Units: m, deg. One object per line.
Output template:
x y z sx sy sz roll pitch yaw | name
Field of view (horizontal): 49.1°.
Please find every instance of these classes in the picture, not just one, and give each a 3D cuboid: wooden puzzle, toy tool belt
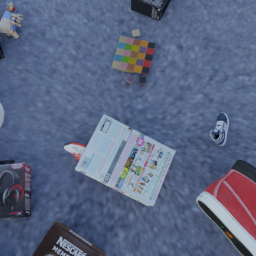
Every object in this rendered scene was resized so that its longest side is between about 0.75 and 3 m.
0.212 -2.563 10.000 1.334 0.158 2.250 12 71 4 | wooden puzzle
-4.205 -3.906 10.279 0.720 0.732 1.172 22 72 -25 | toy tool belt

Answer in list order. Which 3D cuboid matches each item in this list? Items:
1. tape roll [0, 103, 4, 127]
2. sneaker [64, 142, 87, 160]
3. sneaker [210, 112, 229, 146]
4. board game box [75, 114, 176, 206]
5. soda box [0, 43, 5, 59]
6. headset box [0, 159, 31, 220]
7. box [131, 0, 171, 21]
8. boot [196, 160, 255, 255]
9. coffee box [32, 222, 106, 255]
-4.964 -0.510 8.719 1.751 1.202 1.751 0 71 0 | tape roll
-1.321 0.981 8.558 1.536 0.513 0.823 13 69 2 | sneaker
2.839 -0.018 8.713 0.376 0.582 1.074 -3 75 42 | sneaker
-0.059 0.946 8.147 2.394 0.769 1.766 28 70 -4 | board game box
-5.140 -3.469 9.974 0.711 0.795 2.246 -22 72 -5 | soda box
-3.563 1.782 8.204 1.273 0.642 1.713 -6 71 -2 | headset box
1.037 -5.140 10.619 1.266 0.707 1.794 26 73 5 | box
3.523 2.319 7.393 2.075 1.042 2.877 -37 80 -14 | boot
-1.969 4.067 7.143 1.592 1.124 2.816 29 73 10 | coffee box
